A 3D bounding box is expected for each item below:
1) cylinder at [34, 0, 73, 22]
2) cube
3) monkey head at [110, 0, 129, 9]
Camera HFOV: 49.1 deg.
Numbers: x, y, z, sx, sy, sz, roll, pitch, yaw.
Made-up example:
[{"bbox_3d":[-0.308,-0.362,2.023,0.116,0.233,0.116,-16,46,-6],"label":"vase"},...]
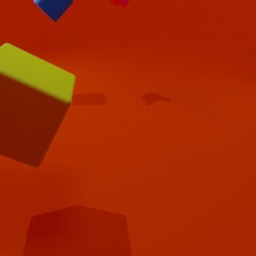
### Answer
[{"bbox_3d":[-2.556,-4.351,9.640,0.965,0.965,0.965,-48,38,4],"label":"cylinder"},{"bbox_3d":[-1.698,-0.387,4.475,1.269,1.269,1.269,24,22,-18],"label":"cube"},{"bbox_3d":[-0.224,-4.648,9.651,0.759,0.906,1.260,31,36,-18],"label":"monkey head"}]
